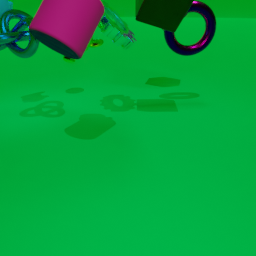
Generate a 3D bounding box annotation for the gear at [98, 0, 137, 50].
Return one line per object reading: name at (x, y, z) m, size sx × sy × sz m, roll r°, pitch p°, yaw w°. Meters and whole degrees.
gear at (-0.526, -3.209, 8.518) m, size 1.888 × 0.349 × 1.888 m, roll 39°, pitch 26°, yaw -23°

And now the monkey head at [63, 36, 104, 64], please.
monkey head at (-1.366, -2.220, 7.245) m, size 1.342 × 0.965 × 0.808 m, roll 18°, pitch -23°, yaw -19°

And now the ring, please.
ring at (2.129, -3.382, 9.602) m, size 1.833 × 1.833 × 0.367 m, roll -3°, pitch 31°, yaw -6°

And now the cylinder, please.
cylinder at (-1.326, -2.356, 6.145) m, size 1.239 × 1.239 × 1.239 m, roll 25°, pitch -4°, yaw 2°

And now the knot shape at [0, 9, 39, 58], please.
knot shape at (-3.088, -2.630, 7.938) m, size 1.642 × 0.811 × 1.755 m, roll 25°, pitch 65°, yaw 29°

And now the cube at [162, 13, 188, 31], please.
cube at (1.674, -4.723, 11.263) m, size 1.262 × 1.262 × 1.262 m, roll 40°, pitch 29°, yaw -6°

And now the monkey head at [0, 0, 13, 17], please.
monkey head at (-4.044, -3.768, 8.890) m, size 1.065 × 1.767 × 1.272 m, roll 35°, pitch 28°, yaw 23°

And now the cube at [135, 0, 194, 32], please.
cube at (0.965, -3.589, 7.583) m, size 1.214 × 1.214 × 1.214 m, roll 11°, pitch 56°, yaw -16°
